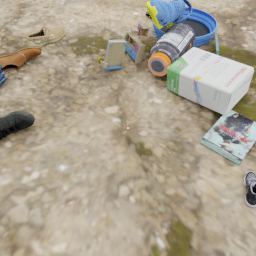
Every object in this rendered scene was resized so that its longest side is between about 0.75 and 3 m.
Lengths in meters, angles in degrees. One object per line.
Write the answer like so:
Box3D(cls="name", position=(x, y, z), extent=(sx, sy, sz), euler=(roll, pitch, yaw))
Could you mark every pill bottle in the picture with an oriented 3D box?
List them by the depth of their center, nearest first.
Box3D(cls="pill bottle", position=(1.682, -3.065, 11.134), extent=(1.297, 1.297, 2.443), euler=(22, 52, 19))

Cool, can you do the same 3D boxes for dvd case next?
Box3D(cls="dvd case", position=(3.368, 0.214, 8.932), extent=(1.358, 0.205, 1.860), euler=(33, 56, 26))

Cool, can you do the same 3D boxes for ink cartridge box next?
Box3D(cls="ink cartridge box", position=(2.878, -1.735, 9.993), extent=(2.460, 1.076, 1.787), euler=(29, 54, 31))

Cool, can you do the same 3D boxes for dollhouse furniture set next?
Box3D(cls="dollhouse furniture set", position=(-0.366, -3.414, 11.161), extent=(1.822, 1.720, 1.189), euler=(-13, 48, -27))

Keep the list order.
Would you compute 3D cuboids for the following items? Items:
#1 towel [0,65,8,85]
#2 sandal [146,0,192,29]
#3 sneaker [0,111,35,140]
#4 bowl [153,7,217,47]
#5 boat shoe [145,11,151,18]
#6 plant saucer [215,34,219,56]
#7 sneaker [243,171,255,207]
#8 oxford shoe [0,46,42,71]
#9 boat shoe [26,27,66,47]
Box3D(cls="towel", position=(-5.584, -1.223, 9.878), extent=(1.562, 0.679, 2.797), euler=(4, 48, 10))
Box3D(cls="sandal", position=(1.680, -4.665, 11.061), extent=(1.272, 1.161, 2.922), euler=(-20, 9, 31))
Box3D(cls="sneaker", position=(-4.126, 0.199, 8.657), extent=(2.349, 0.706, 1.225), euler=(-6, 48, 2))
Box3D(cls="bowl", position=(2.625, -4.739, 13.113), extent=(2.950, 0.579, 2.950), euler=(0, 48, 0))
Box3D(cls="boat shoe", position=(1.201, -5.618, 14.130), extent=(0.312, 0.312, 0.844), euler=(-40, 55, -7))
Box3D(cls="plant saucer", position=(3.844, -3.521, 12.083), extent=(0.123, 0.452, 1.293), euler=(-3, 47, 16))
Box3D(cls="sneaker", position=(3.381, 1.522, 7.489), extent=(0.407, 0.613, 1.077), euler=(11, 49, 10))
Box3D(cls="oxford shoe", position=(-4.398, -2.801, 11.466), extent=(1.953, 0.696, 0.696), euler=(-26, 80, -20))
Box3D(cls="boat shoe", position=(-3.640, -4.180, 12.581), extent=(0.682, 0.618, 1.915), euler=(34, 57, 27))
